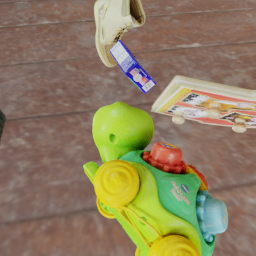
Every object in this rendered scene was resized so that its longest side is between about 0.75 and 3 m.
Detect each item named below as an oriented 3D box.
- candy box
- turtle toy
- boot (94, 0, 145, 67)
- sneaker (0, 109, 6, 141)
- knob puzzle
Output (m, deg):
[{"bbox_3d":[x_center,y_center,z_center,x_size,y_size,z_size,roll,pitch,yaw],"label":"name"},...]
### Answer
[{"bbox_3d":[0.086,-1.254,5.731,0.356,0.781,0.923,-39,49,13],"label":"candy box"},{"bbox_3d":[0.241,0.717,3.402,1.194,1.721,2.362,-33,75,-17],"label":"turtle toy"},{"bbox_3d":[-0.187,-2.479,7.217,1.374,1.768,0.644,10,21,42],"label":"boot"},{"bbox_3d":[-2.441,0.061,4.406,0.751,2.124,1.053,7,82,-15],"label":"sneaker"},{"bbox_3d":[1.060,-0.113,3.000,1.639,1.639,0.227,9,82,9],"label":"knob puzzle"}]
